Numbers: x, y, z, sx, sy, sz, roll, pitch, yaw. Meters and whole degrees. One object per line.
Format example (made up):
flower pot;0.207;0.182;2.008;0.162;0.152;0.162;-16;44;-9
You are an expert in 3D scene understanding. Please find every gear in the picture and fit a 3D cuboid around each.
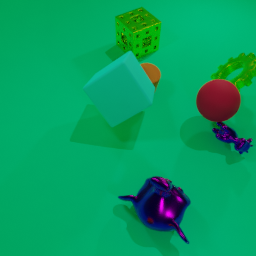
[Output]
gear;3.195;-1.614;8.473;0.290;1.566;1.566;43;52;-24

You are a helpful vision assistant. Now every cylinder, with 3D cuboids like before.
cylinder;0.547;-1.453;8.609;0.777;0.777;0.777;3;63;-6

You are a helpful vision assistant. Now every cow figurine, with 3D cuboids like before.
cow figurine;2.807;0.258;7.523;0.950;0.530;0.966;28;17;-6

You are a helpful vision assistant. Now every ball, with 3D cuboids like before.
ball;2.405;-0.728;7.493;1.139;1.139;1.139;0;53;0

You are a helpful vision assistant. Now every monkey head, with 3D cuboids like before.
monkey head;0.635;1.621;6.019;1.854;1.334;1.117;27;78;27

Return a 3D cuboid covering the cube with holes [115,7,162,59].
cube with holes;0.337;-3.317;9.852;1.139;1.139;1.139;-28;58;-19

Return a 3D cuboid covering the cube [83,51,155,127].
cube;-0.181;-1.062;7.543;1.302;1.302;1.302;-29;19;21
